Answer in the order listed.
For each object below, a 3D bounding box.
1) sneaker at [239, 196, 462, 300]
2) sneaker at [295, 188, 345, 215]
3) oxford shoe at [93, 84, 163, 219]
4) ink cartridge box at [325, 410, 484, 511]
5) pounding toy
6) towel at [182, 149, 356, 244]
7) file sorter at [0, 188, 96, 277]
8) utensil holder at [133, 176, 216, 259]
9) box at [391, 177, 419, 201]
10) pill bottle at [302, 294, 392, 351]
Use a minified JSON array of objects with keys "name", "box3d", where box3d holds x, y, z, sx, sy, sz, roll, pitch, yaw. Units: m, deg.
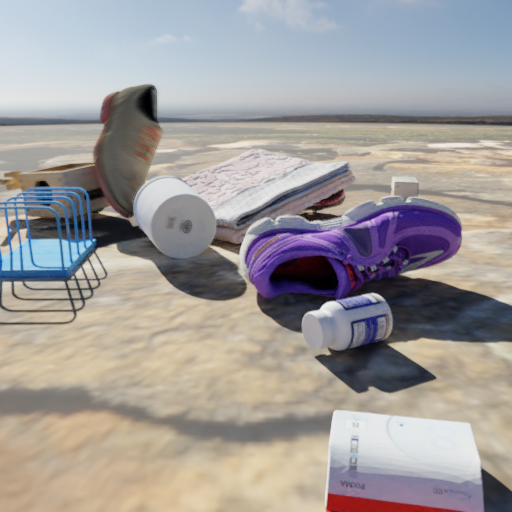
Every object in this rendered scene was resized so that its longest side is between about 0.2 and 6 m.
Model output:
[{"name":"sneaker","box3d":[1.373,0.096,7.651,3.126,1.260,1.304,-10,33,-4]},{"name":"sneaker","box3d":[1.119,-1.231,12.570,1.767,0.712,0.660,-4,-19,16]},{"name":"oxford shoe","box3d":[-2.594,-2.346,11.768,1.210,3.236,1.140,-19,-27,23]},{"name":"ink cartridge box","box3d":[0.978,1.518,3.733,1.020,0.301,1.274,4,15,11]},{"name":"pounding toy","box3d":[-4.505,-1.321,12.068,2.374,1.086,2.086,4,19,34]},{"name":"towel","box3d":[-0.250,-1.418,11.824,3.507,0.565,3.350,-29,31,-34]},{"name":"file sorter","box3d":[-3.424,-0.426,8.943,1.212,1.072,1.747,-1,17,-1]},{"name":"utensil holder","box3d":[-1.392,-0.668,9.609,1.189,1.189,1.399,-7,20,-21]},{"name":"box","box3d":[3.749,-1.688,14.159,0.597,0.509,0.933,3,17,10]},{"name":"pill bottle","box3d":[0.963,0.726,6.002,0.877,0.525,0.525,-8,18,-26]}]
